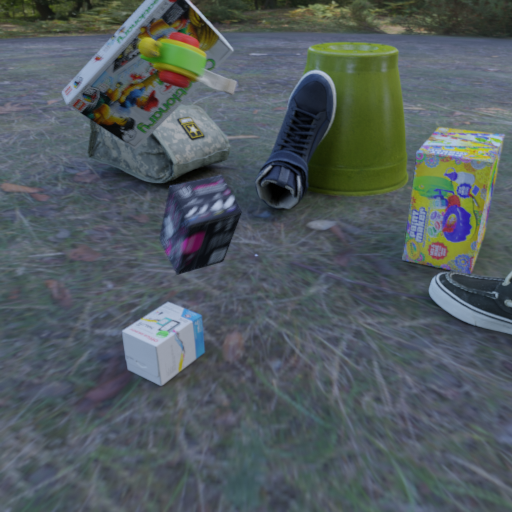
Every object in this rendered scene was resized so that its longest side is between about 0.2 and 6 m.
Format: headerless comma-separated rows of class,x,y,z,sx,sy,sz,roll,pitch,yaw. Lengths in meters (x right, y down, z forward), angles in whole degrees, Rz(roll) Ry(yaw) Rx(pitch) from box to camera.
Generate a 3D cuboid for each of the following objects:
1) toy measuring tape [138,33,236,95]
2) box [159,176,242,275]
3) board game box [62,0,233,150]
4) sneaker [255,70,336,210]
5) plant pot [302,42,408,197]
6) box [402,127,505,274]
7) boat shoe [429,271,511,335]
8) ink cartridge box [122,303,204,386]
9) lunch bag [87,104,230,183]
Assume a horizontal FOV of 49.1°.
toy measuring tape,-0.806,-2.638,7.948,0.731,0.731,1.988,24,11,38
box,-0.750,-0.399,7.328,0.762,1.154,0.662,-17,64,-26
board game box,-2.071,-3.583,10.856,1.838,2.911,0.504,30,24,-51
sneaker,0.852,-2.328,11.852,1.096,2.882,2.083,20,31,2
plant pot,2.251,-3.466,13.624,3.227,3.107,3.227,1,27,0
box,3.562,-1.065,10.126,1.232,2.019,1.945,13,30,24
boat shoe,3.926,0.629,8.064,2.830,0.901,1.000,20,33,33
ink cartridge box,-1.206,1.140,7.364,0.633,0.630,0.863,16,31,31
lunch bag,-2.380,-2.965,14.206,2.956,1.738,2.424,24,30,23
